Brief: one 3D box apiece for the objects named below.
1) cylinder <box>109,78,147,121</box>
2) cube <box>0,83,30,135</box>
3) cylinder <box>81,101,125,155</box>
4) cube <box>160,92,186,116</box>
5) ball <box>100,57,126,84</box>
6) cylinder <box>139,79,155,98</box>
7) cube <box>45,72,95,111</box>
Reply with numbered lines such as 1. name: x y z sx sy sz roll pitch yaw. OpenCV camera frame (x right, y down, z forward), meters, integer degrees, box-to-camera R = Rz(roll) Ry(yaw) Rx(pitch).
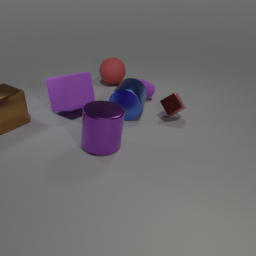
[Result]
1. cylinder: 0.024 -1.230 11.831 1.400 1.400 1.400 6 30 11
2. cube: -4.979 -0.786 11.054 1.400 1.400 1.400 20 35 31
3. cylinder: -0.874 -0.028 9.567 1.400 1.400 1.400 6 29 -3
4. cube: 1.838 -0.951 11.406 0.700 0.700 0.700 -30 -9 20
5. ball: -0.822 -3.062 15.000 1.400 1.400 1.400 0 29 0
6. cylinder: 0.793 -1.848 13.150 0.700 0.700 0.700 19 11 -44
7. cube: -2.430 -1.550 11.911 1.400 1.400 1.400 5 19 43
